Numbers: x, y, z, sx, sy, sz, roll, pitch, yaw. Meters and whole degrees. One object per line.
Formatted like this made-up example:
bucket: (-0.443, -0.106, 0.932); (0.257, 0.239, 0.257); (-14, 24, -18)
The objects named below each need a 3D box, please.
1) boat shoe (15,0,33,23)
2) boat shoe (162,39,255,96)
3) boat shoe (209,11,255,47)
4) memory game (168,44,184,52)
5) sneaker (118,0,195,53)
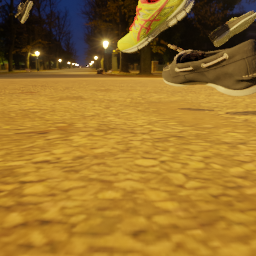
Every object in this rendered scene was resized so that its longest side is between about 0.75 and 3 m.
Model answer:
boat shoe: (-3.569, -4.018, 9.539); (0.390, 0.477, 1.292); (35, -18, -22)
boat shoe: (1.297, -1.107, 4.737); (0.829, 0.707, 2.480); (-27, 22, -14)
boat shoe: (3.364, -3.271, 8.995); (1.585, 0.474, 0.566); (-34, -22, 9)
memory game: (1.741, -2.335, 8.596); (1.145, 0.073, 1.145); (20, 21, -8)
sneaker: (0.616, -3.523, 8.906); (2.836, 1.280, 1.108); (-31, 28, 31)
